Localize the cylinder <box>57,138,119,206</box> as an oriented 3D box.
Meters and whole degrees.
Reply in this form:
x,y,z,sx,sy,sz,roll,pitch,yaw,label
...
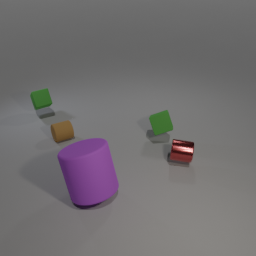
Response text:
x,y,z,sx,sy,sz,roll,pitch,yaw,label
-1.083,1.171,7.773,1.400,1.400,1.400,-12,16,4,cylinder

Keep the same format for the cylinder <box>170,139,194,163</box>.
x,y,z,sx,sy,sz,roll,pitch,yaw,label
1.772,0.752,9.205,0.700,0.700,0.700,8,30,9,cylinder

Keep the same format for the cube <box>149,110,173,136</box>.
x,y,z,sx,sy,sz,roll,pitch,yaw,label
1.233,-0.206,10.352,0.700,0.700,0.700,-18,7,12,cube

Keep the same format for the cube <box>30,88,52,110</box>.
x,y,z,sx,sy,sz,roll,pitch,yaw,label
-3.758,-1.241,12.119,0.700,0.700,0.700,-19,2,-25,cube

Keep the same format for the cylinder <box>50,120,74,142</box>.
x,y,z,sx,sy,sz,roll,pitch,yaw,label
-2.517,0.118,10.719,0.700,0.700,0.700,-17,33,-26,cylinder
